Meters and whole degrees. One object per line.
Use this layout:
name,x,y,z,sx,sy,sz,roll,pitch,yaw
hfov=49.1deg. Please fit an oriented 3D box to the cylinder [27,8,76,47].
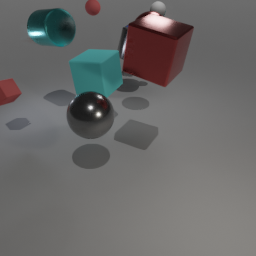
cylinder,-3.033,-3.965,11.106,1.400,1.400,1.400,18,35,41

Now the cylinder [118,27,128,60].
cylinder,0.256,-4.073,13.753,1.400,1.400,1.400,13,25,-6

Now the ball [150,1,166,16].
ball,1.320,-5.207,12.366,0.700,0.700,0.700,0,31,0

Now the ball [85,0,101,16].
ball,-1.600,-5.494,12.751,0.700,0.700,0.700,0,31,0

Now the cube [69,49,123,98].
cube,-1.185,-2.116,10.771,1.400,1.400,1.400,10,36,25

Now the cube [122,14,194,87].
cube,0.836,-2.226,7.916,1.400,1.400,1.400,24,39,18

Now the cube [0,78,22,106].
cube,-4.611,-1.359,10.560,0.700,0.700,0.700,-31,1,35

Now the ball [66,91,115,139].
ball,-1.094,-0.375,8.213,1.400,1.400,1.400,0,31,0

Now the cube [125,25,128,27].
cube,0.299,-5.284,15.032,0.700,0.700,0.700,-18,20,40

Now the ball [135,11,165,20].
ball,0.838,-3.628,10.502,1.400,1.400,1.400,0,31,0
